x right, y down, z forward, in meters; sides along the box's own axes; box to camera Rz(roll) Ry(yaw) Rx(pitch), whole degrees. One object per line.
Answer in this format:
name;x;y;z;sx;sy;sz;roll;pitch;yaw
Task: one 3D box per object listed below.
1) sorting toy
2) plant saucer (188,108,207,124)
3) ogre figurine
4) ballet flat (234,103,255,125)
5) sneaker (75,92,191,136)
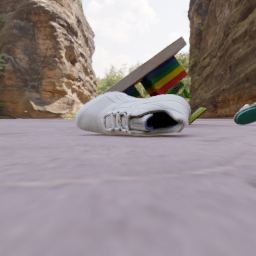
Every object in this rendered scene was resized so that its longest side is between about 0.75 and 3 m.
sorting toy;0.437;-1.207;8.606;2.938;1.029;2.956;-36;4;1
plant saucer;2.686;-0.513;10.975;0.872;0.209;0.874;-43;-11;15
ogre figurine;1.706;-0.828;10.510;1.185;0.970;1.977;-31;-20;-1
ballet flat;4.691;-0.672;10.155;2.060;0.712;0.733;-18;32;-1
sneaker;0.035;-0.186;4.189;1.798;0.670;0.783;-4;16;10
